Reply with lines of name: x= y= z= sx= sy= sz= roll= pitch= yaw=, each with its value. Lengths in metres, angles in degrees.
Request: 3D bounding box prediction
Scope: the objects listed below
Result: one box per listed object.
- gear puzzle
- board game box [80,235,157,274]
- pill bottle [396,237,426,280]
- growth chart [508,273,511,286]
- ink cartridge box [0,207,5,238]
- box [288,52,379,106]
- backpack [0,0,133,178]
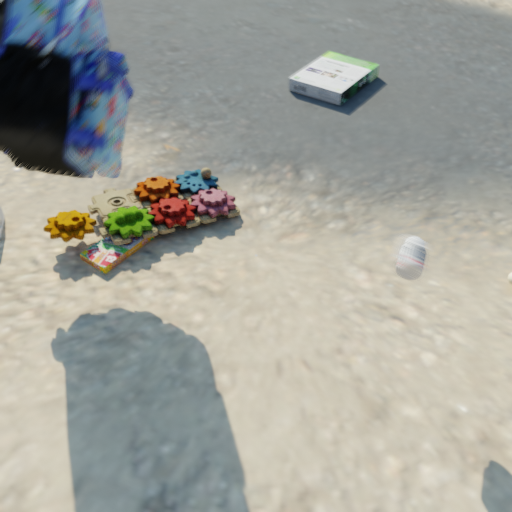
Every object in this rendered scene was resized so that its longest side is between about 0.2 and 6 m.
gear puzzle: x=-2.125 y=-0.969 z=10.155 sx=3.407 sy=0.446 sz=1.764 roll=-16 pitch=42 yaw=-23
board game box: x=-2.359 y=-0.201 z=9.722 sx=0.610 sy=0.191 sz=1.276 roll=26 pitch=45 yaw=26
pill bottle: x=1.984 y=0.016 z=7.135 sx=0.327 sy=0.327 sz=0.546 roll=14 pitch=46 yaw=15
growth chart: x=5.836 y=0.516 z=8.826 sx=3.599 sy=0.319 sz=2.605 roll=-16 pitch=43 yaw=-18
ink cartridge box: x=-5.120 y=-0.580 z=9.911 sx=1.085 sy=0.454 sz=0.787 roll=-8 pitch=42 yaw=-9
box: x=2.031 y=-4.621 z=14.500 sx=1.528 sy=0.385 sz=2.118 roll=26 pitch=49 yaw=26
backpack: x=-2.760 y=-2.625 z=8.100 sx=1.819 sy=2.469 sz=2.704 roll=8 pitch=86 yaw=-7
